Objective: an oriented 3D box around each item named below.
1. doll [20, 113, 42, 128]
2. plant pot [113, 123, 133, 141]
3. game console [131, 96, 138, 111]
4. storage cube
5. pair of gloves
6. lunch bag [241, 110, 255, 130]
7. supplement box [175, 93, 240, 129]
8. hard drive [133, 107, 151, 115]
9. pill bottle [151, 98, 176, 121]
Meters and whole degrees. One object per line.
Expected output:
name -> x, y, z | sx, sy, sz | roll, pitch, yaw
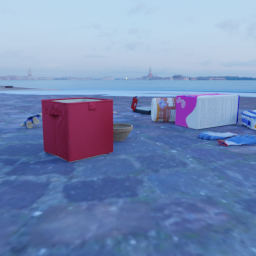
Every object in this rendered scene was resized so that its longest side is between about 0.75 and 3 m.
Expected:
doll -> -4.203, -0.323, 12.222 | 1.032, 0.367, 1.513 | -31, 17, -11
plant pot -> -0.379, 0.156, 9.507 | 1.086, 0.501, 1.086 | 0, 9, 0
game console -> 0.475, -1.512, 17.057 | 0.455, 0.767, 0.661 | -5, 30, -35
storage cube -> -1.374, -0.048, 7.778 | 1.683, 1.513, 1.439 | -8, 13, -43
pair of gloves -> 3.348, 0.311, 9.488 | 1.510, 0.214, 1.879 | -4, 12, -24
lunch bag -> 5.682, -0.360, 11.802 | 1.590, 0.750, 1.985 | -1, 9, 5
supplement box -> 3.536, -0.802, 12.464 | 2.679, 1.384, 1.356 | -8, 14, -32
hard drive -> 1.241, -1.054, 16.901 | 1.220, 0.288, 1.749 | -6, 12, -30
pill bottle -> 2.184, -0.889, 13.524 | 2.034, 1.141, 1.141 | -1, 10, -3
